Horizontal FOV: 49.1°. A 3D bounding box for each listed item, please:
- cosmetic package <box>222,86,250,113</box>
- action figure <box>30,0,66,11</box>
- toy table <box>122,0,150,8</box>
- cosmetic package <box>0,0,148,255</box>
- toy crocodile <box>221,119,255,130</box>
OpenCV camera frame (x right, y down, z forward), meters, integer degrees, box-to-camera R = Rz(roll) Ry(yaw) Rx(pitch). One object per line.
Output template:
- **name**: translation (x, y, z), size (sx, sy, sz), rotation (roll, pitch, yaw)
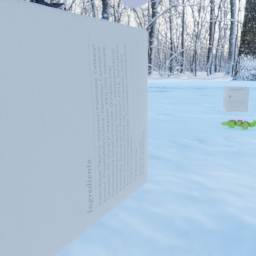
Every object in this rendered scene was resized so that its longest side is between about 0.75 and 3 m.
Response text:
- **cosmetic package**: translation (4.116, -1.121, 10.729), size (0.795, 0.950, 0.790), rotation (2, 12, 9)
- **action figure**: translation (-2.657, -3.223, 9.045), size (1.598, 2.689, 1.372), rotation (-16, 44, -6)
- **toy table**: translation (0.260, -2.820, 5.320), size (0.975, 0.571, 0.896), rotation (-28, -46, 27)
- **cosmetic package**: translation (-1.172, -0.091, 3.022), size (2.036, 2.024, 2.433), rotation (7, 14, 29)
- **toy crocodile**: translation (2.980, -0.121, 7.557), size (0.885, 0.273, 0.299), rotation (6, 13, 29)
